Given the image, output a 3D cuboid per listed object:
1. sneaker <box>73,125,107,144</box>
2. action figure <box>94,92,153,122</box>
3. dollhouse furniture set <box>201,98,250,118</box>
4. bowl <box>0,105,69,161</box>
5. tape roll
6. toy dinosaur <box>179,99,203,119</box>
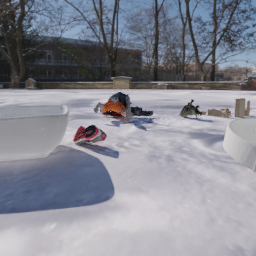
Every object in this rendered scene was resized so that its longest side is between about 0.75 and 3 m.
[{"bbox_3d":[-1.157,0.252,8.131,0.493,0.532,1.320,31,-20,-33],"label":"sneaker"},{"bbox_3d":[-0.161,-1.133,13.487,2.732,1.429,2.643,2,19,7],"label":"action figure"},{"bbox_3d":[5.069,-1.118,14.525,1.625,0.931,1.906,-8,13,-40],"label":"dollhouse furniture set"},{"bbox_3d":[-3.003,0.069,7.178,2.943,1.098,2.939,-2,9,-13],"label":"bowl"},{"bbox_3d":[3.287,0.423,5.588,2.689,0.491,2.689,7,19,-2],"label":"tape roll"},{"bbox_3d":[2.905,-0.857,13.695,0.894,0.673,1.749,-46,21,-30],"label":"toy dinosaur"}]
